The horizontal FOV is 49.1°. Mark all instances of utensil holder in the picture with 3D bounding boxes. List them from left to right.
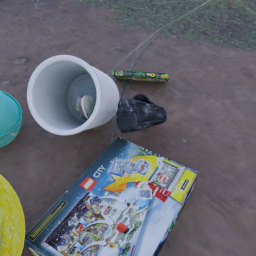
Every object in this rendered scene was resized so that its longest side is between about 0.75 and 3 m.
[{"bbox_3d":[-1.133,-0.727,6.652,1.642,1.642,1.933,11,6,11],"label":"utensil holder"}]

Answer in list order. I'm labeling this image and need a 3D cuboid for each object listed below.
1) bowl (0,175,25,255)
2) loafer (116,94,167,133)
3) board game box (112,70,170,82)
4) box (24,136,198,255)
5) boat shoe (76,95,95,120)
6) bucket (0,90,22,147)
[{"bbox_3d":[-2.451,1.691,4.466,2.361,1.271,2.361,-6,76,22],"label":"bowl"},{"bbox_3d":[0.396,-0.415,6.649,0.781,0.808,2.301,-8,3,24],"label":"loafer"},{"bbox_3d":[0.426,-1.649,8.946,1.749,0.205,0.916,4,5,6],"label":"board game box"},{"bbox_3d":[-0.160,1.584,5.457,2.033,0.561,2.976,23,47,23],"label":"box"},{"bbox_3d":[-1.035,-0.461,6.822,0.409,1.376,0.494,13,80,10],"label":"boat shoe"},{"bbox_3d":[-3.437,-0.276,6.722,1.624,1.057,1.624,-3,76,13],"label":"bucket"}]
